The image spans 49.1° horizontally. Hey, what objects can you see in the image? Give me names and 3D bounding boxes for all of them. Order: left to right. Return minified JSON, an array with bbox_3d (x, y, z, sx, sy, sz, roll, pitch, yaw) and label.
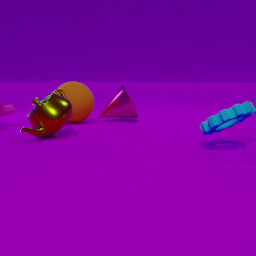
[{"bbox_3d":[-3.819,-0.701,7.927,1.108,0.928,1.540,-15,37,-27],"label":"monkey head"},{"bbox_3d":[-1.951,-0.339,6.725,1.120,0.882,1.802,-25,30,37],"label":"teapot"},{"bbox_3d":[-1.725,-0.815,8.881,1.299,1.299,1.299,0,10,0],"label":"ball"},{"bbox_3d":[-0.434,-0.618,9.250,1.209,1.204,1.204,-26,12,-1],"label":"cone"},{"bbox_3d":[1.998,-0.173,5.643,1.077,0.199,1.077,-20,-16,-6],"label":"gear"}]
